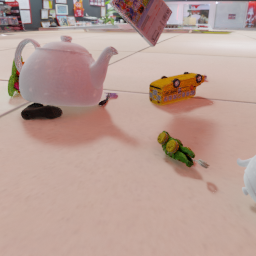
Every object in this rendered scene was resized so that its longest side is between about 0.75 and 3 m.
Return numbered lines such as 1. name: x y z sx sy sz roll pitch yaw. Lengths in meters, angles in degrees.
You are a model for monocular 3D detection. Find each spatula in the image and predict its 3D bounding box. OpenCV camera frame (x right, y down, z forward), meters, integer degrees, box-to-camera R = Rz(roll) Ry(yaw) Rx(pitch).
1. spatula: -0.755 -1.097 10.193 0.490 0.178 1.735 5 25 11

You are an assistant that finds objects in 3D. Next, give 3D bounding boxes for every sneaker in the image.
1. sneaker: -2.593 -0.571 8.623 1.215 0.464 0.696 -5 30 3

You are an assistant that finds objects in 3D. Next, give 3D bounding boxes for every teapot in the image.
1. teapot: -2.139 -1.907 9.080 2.889 2.110 2.851 0 12 -22
2. teapot: 2.337 0.950 4.689 0.825 1.115 1.130 -29 -13 21

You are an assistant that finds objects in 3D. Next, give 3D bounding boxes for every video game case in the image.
1. video game case: 0.518 -4.084 9.531 2.209 1.582 0.199 35 -13 -37

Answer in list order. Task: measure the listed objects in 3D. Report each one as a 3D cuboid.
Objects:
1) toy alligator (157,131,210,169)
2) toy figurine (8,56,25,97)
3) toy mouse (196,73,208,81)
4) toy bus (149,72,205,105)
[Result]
1. toy alligator: 1.107 0.547 6.099 0.567 0.411 1.711 25 11 -28
2. toy figurine: -3.510 -1.910 11.015 1.831 1.493 1.989 7 45 -7
3. toy mouse: 3.342 -2.371 13.102 1.108 0.214 0.984 21 32 40
4. toy bus: 1.822 -1.493 10.241 2.205 0.863 0.718 -17 27 -33
